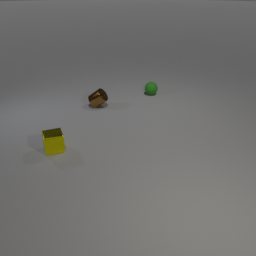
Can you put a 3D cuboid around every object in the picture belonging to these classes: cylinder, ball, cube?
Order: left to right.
[{"bbox_3d":[-2.707,0.491,10.178,0.700,0.700,0.700,-10,30,-19],"label":"cube"},{"bbox_3d":[-1.441,-1.445,13.519,0.700,0.700,0.700,-30,16,27],"label":"cylinder"},{"bbox_3d":[1.250,-2.135,15.058,0.700,0.700,0.700,0,28,0],"label":"ball"}]
